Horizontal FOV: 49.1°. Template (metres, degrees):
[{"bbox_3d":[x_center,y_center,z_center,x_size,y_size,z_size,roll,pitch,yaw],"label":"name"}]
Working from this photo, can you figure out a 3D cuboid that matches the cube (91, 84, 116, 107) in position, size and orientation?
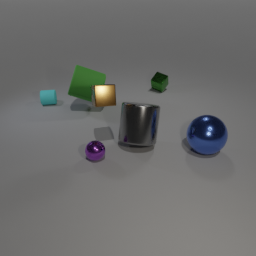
[{"bbox_3d":[-0.824,-1.095,9.366,0.700,0.700,0.700,-6,10,-16],"label":"cube"}]

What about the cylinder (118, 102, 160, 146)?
[{"bbox_3d":[0.406,-0.180,10.189,1.400,1.400,1.400,6,8,-1],"label":"cylinder"}]

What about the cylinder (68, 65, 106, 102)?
[{"bbox_3d":[-1.861,-1.970,12.662,1.400,1.400,1.400,16,26,-13],"label":"cylinder"}]

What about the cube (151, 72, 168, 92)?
[{"bbox_3d":[1.721,-2.490,15.193,0.700,0.700,0.700,27,66,23],"label":"cube"}]

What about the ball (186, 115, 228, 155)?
[{"bbox_3d":[2.762,0.236,9.818,1.400,1.400,1.400,0,29,0],"label":"ball"}]

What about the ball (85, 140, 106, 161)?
[{"bbox_3d":[-1.119,0.772,9.571,0.700,0.700,0.700,0,29,0],"label":"ball"}]

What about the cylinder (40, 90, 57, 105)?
[{"bbox_3d":[-3.899,-1.506,13.745,0.700,0.700,0.700,-5,29,-6],"label":"cylinder"}]
